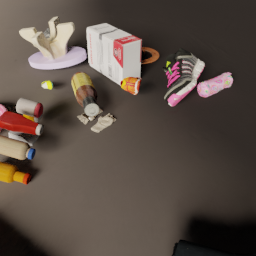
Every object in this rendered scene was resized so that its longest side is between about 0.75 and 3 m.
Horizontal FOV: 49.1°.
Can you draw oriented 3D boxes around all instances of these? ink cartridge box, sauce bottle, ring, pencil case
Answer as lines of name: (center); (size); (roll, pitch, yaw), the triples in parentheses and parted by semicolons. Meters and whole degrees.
ink cartridge box: (-0.581, -2.924, 10.992); (0.970, 1.671, 2.317); (-26, 46, -31)
sauce bottle: (-1.392, -1.118, 9.205); (0.732, 0.732, 2.217); (-10, 38, -12)
ring: (0.530, -3.251, 12.630); (1.748, 0.168, 1.748); (0, 40, 0)
pencil case: (3.191, -1.589, 10.205); (1.412, 0.617, 0.617); (-24, 45, -25)

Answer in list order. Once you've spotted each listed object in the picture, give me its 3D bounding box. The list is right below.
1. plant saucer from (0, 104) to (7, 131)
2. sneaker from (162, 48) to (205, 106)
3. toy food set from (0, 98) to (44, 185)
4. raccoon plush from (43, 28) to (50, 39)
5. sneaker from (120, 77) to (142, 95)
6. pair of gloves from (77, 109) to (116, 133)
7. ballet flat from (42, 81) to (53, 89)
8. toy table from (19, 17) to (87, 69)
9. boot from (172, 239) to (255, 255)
plant saucer: (-4.540, -0.140, 8.504); (1.789, 0.453, 1.789); (0, 40, 0)
sneaker: (1.708, -1.875, 9.731); (1.296, 1.093, 2.963); (40, 46, -6)
toy food set: (-2.706, 0.184, 7.526); (1.176, 1.248, 2.614); (16, 40, 2)
raccoon plush: (-4.120, -4.431, 14.010); (1.233, 0.597, 0.826); (-13, 46, 34)
sneaker: (0.094, -1.445, 9.107); (0.641, 0.607, 1.662); (15, 3, 2)
pair of gloves: (-0.982, -0.306, 8.926); (1.064, 0.186, 0.904); (31, 48, 32)
ballet flat: (-2.976, -1.560, 10.225); (0.320, 0.318, 0.953); (-17, 18, -21)
toy table: (-3.108, -3.480, 11.574); (2.548, 1.492, 2.343); (-9, 39, 5)
boot: (1.517, 2.970, 4.332); (1.905, 0.866, 2.267); (0, 50, 15)
